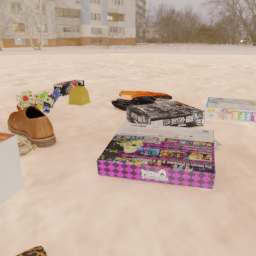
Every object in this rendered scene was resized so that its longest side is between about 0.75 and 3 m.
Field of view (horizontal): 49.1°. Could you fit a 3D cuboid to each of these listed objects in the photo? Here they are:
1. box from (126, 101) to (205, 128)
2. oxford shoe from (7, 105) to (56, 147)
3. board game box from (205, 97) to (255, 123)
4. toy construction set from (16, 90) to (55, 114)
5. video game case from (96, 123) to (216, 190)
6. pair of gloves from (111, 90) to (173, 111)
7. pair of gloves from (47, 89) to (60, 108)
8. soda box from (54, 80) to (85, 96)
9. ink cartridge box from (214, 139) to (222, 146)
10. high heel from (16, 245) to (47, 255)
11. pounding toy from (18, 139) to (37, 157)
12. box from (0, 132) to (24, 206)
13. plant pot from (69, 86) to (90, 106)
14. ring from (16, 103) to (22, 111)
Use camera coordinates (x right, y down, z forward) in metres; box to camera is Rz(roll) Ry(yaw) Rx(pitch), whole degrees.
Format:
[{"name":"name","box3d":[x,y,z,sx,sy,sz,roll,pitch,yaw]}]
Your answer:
[{"name":"box","box3d":[1.302,-0.445,10.035,2.245,0.559,1.770,-9,20,-25]},{"name":"oxford shoe","box3d":[-3.109,-0.281,8.909,1.015,1.015,2.847,-18,24,-38]},{"name":"board game box","box3d":[4.503,-0.702,10.924,2.838,0.486,1.908,6,19,18]},{"name":"toy construction set","box3d":[-3.417,-1.000,10.251,1.301,0.914,1.984,25,-6,-13]},{"name":"video game case","box3d":[0.818,0.553,6.998,2.585,0.463,2.343,5,23,13]},{"name":"pair of gloves","box3d":[0.697,-1.241,12.798,2.578,0.358,2.894,5,22,10]},{"name":"pair of gloves","box3d":[-3.399,-1.209,11.907,1.167,0.938,0.133,-2,-29,29]},{"name":"soda box","box3d":[-3.172,-2.222,15.304,0.669,0.599,1.892,9,21,26]},{"name":"ink cartridge box","box3d":[2.136,0.422,8.045,0.813,0.179,0.828,-6,26,-15]},{"name":"high heel","box3d":[-1.713,1.764,3.451,1.356,0.484,0.966,16,25,-5]},{"name":"pounding toy","box3d":[-2.873,0.439,7.459,0.909,0.521,0.520,-2,23,-6]},{"name":"box","box3d":[-3.249,0.987,4.688,1.570,1.230,2.524,6,19,17]},{"name":"plant pot","box3d":[-2.256,-1.520,12.918,0.762,0.784,0.767,6,19,18]},{"name":"ring","box3d":[-3.903,-0.794,11.086,0.969,0.093,0.969,18,36,-14]}]
